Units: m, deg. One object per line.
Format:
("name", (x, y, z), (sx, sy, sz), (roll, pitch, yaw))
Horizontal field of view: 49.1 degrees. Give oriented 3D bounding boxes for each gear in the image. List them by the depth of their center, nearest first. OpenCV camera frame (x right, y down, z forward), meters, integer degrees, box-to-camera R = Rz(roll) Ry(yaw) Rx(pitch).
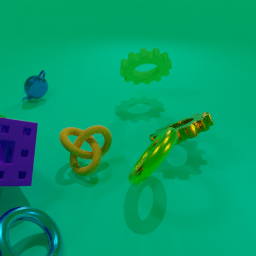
("gear", (1.357, 0.048, 7.233), (1.634, 0.302, 1.634), (-23, 5, 2))
("gear", (0.575, -1.974, 9.178), (1.667, 1.667, 0.308), (-4, 68, -6))

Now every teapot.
("teapot", (-3.225, -1.413, 9.635), (0.828, 1.331, 0.652), (29, 8, -48))

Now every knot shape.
("knot shape", (-0.923, 0.414, 6.696), (1.188, 0.586, 1.269), (-25, 80, -19))

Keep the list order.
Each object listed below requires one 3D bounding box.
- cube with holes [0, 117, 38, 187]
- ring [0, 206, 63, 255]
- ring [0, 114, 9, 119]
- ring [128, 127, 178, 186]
("cube with holes", (-2.756, 0.464, 5.649), (1.271, 1.271, 1.271), (10, -8, -42))
("ring", (-1.663, 1.890, 4.747), (1.262, 0.252, 1.262), (36, 23, -18))
("ring", (-4.155, 0.158, 7.644), (2.047, 0.409, 2.047), (4, 31, -2))
("ring", (0.514, 0.590, 5.874), (0.296, 1.480, 1.480), (39, 41, 1))
